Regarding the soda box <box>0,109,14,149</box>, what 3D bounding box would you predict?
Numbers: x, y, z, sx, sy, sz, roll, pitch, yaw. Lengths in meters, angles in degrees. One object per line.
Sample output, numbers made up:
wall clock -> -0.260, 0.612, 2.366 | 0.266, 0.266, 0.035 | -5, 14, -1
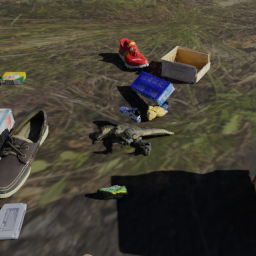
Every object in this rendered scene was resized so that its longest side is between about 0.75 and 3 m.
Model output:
soda box -> -4.261, 0.136, 8.902 | 0.645, 0.599, 1.886 | 0, 38, 0

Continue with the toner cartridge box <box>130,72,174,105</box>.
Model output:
toner cartridge box -> 0.897, -1.559, 10.788 | 0.832, 0.378, 1.752 | -50, 43, -3

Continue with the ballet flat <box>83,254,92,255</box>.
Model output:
ballet flat -> -0.268, 3.077, 4.937 | 0.732, 0.781, 2.160 | -26, 45, -28

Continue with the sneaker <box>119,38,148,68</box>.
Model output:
sneaker -> 0.162, -3.612, 13.397 | 0.941, 1.037, 2.443 | -17, 41, -21

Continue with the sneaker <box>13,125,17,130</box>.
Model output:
sneaker -> -3.540, 0.126, 9.041 | 0.327, 0.446, 0.985 | -11, 39, -15

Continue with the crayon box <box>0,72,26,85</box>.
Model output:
crayon box -> -4.985, -2.155, 12.153 | 0.869, 0.253, 0.750 | 0, 38, 0

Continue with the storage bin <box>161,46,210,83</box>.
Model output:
storage bin -> 2.620, -2.870, 12.629 | 1.723, 0.813, 1.736 | 21, 42, 25

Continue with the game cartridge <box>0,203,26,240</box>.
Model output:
game cartridge -> -2.804, 2.193, 6.596 | 0.611, 0.188, 0.918 | 1, 37, -4

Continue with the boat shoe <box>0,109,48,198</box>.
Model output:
boat shoe -> -3.066, 0.551, 7.862 | 1.057, 0.936, 2.887 | 16, 44, -6

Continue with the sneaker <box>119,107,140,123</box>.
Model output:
sneaker -> 0.103, -0.539, 9.217 | 0.777, 0.448, 0.314 | 30, 57, 13

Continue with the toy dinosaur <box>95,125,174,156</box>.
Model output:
toy dinosaur -> 0.236, 0.289, 8.761 | 2.591, 0.615, 1.142 | 3, 31, -2

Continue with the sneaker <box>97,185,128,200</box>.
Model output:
sneaker -> -0.408, 1.652, 7.237 | 0.793, 0.309, 0.338 | 4, 30, -9

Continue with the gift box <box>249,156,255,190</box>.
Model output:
gift box -> 4.433, 1.181, 6.086 | 2.827, 2.608, 2.640 | 7, 47, 2

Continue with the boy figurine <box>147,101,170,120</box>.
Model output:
boy figurine -> 1.020, -0.654, 10.113 | 0.734, 0.381, 1.181 | 26, 40, 30
